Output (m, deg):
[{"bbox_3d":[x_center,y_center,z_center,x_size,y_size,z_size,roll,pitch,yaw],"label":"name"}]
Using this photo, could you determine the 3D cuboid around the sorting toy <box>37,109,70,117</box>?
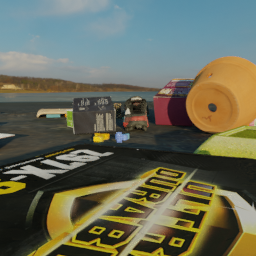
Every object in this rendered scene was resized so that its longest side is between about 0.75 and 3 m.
[{"bbox_3d":[-3.673,-0.848,15.562,2.640,0.482,2.444,-7,8,-16],"label":"sorting toy"}]

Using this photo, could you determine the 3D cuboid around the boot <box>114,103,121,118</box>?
[{"bbox_3d":[-0.622,-0.891,14.385,0.361,0.743,0.987,4,8,32],"label":"boot"}]

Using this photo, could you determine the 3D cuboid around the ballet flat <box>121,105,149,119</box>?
[{"bbox_3d":[0.363,-0.971,14.841,0.789,0.793,2.320,6,10,32],"label":"ballet flat"}]

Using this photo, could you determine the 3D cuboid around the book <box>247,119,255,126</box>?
[{"bbox_3d":[5.070,-0.125,9.559,1.401,0.504,2.097,-9,14,-44],"label":"book"}]

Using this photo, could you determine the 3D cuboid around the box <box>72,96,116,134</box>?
[{"bbox_3d":[-1.104,-0.438,8.929,1.295,0.760,1.273,-3,26,-8],"label":"box"}]

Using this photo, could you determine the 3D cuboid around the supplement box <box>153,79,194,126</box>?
[{"bbox_3d":[2.250,-1.160,11.774,1.543,1.198,2.797,4,24,24],"label":"supplement box"}]

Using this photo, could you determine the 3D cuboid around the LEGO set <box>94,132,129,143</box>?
[{"bbox_3d":[-0.424,0.323,5.574,1.230,0.469,0.505,1,7,15],"label":"LEGO set"}]

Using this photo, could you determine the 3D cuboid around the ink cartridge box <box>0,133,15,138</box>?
[{"bbox_3d":[-3.461,0.334,6.091,1.461,0.318,1.268,3,7,24],"label":"ink cartridge box"}]

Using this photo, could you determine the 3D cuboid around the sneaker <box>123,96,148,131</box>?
[{"bbox_3d":[0.258,-0.528,9.765,0.839,1.160,2.375,2,8,-2],"label":"sneaker"}]

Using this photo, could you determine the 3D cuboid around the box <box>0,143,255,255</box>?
[{"bbox_3d":[-0.088,0.705,1.421,2.355,0.728,2.949,2,7,26],"label":"box"}]

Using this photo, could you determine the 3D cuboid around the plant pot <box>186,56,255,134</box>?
[{"bbox_3d":[2.951,-0.894,8.837,2.429,2.429,1.700,5,25,36],"label":"plant pot"}]

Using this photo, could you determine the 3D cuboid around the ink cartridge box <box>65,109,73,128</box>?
[{"bbox_3d":[-1.777,-0.413,10.838,1.270,0.651,1.719,-6,8,-34],"label":"ink cartridge box"}]

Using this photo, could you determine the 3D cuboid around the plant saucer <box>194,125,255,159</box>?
[{"bbox_3d":[2.518,0.372,4.609,2.462,0.590,2.459,5,8,37],"label":"plant saucer"}]
